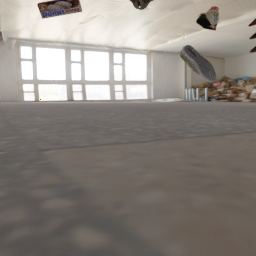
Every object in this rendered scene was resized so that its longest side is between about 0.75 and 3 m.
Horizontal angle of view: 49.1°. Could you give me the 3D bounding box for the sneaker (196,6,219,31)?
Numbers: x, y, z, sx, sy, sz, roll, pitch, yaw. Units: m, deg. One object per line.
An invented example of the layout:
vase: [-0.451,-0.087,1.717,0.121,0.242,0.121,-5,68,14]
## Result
sneaker: [2.099,-2.911,7.244,0.412,0.548,1.172,20,14,26]

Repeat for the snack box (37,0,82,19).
snack box: [-2.485,-4.406,10.234,1.537,0.552,0.187,-8,40,5]

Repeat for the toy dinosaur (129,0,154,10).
toy dinosaur: [-0.464,-2.948,4.345,1.293,2.528,0.973,-25,19,10]

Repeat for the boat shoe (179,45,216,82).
boat shoe: [2.491,-2.268,9.993,0.577,1.602,0.497,-41,0,-17]

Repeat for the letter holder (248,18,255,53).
letter holder: [3.413,-2.302,6.490,0.882,0.624,1.241,-41,19,-19]
